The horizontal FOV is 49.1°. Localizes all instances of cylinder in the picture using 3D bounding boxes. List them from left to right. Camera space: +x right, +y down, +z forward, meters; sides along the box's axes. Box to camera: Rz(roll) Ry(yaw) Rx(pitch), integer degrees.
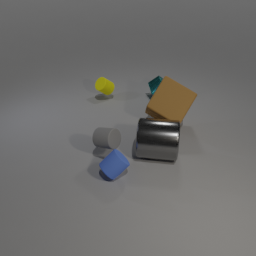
[{"bbox_3d":[-1.139,-2.054,13.753,0.700,0.700,0.700,29,4,39],"label":"cylinder"},{"bbox_3d":[-0.707,0.339,9.364,0.700,0.700,0.700,4,28,35],"label":"cylinder"},{"bbox_3d":[-0.424,1.142,8.827,0.700,0.700,0.700,-44,36,7],"label":"cylinder"},{"bbox_3d":[1.041,0.383,9.700,1.400,1.400,1.400,5,31,8],"label":"cylinder"}]

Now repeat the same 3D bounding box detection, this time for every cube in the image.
[{"bbox_3d":[1.542,-2.056,14.016,0.700,0.700,0.700,21,46,-49],"label":"cube"},{"bbox_3d":[1.635,-0.946,10.979,1.400,1.400,1.400,31,-5,4],"label":"cube"}]
